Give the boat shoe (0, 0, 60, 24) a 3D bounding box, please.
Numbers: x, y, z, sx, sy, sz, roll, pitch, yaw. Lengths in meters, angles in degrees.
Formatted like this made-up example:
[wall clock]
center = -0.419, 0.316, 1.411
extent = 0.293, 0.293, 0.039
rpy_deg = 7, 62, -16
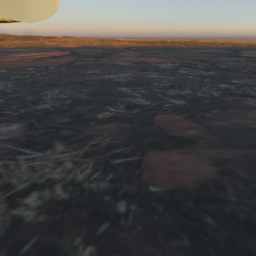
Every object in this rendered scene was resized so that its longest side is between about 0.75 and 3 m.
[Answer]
[boat shoe]
center = -2.560, -2.799, 6.195
extent = 2.473, 0.875, 1.123
rpy_deg = -1, 26, 10
